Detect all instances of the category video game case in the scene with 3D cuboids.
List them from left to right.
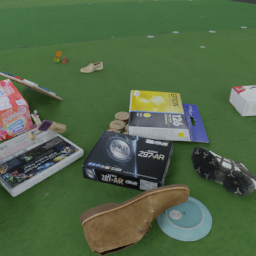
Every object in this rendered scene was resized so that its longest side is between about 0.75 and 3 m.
[{"bbox_3d":[-3.340,0.952,9.670,2.460,0.316,2.706,27,41,35],"label":"video game case"}]

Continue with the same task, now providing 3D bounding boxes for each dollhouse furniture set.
[{"bbox_3d":[-3.118,-0.089,10.536,0.903,1.008,1.272,50,17,29],"label":"dollhouse furniture set"}]

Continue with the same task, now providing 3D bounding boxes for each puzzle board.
[{"bbox_3d":[-4.530,-1.978,12.978,2.588,0.225,1.950,21,-2,28],"label":"puzzle board"}]

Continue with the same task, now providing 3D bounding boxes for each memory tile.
[{"bbox_3d":[0.512,0.065,11.052,2.621,0.220,2.009,10,35,15],"label":"memory tile"}]

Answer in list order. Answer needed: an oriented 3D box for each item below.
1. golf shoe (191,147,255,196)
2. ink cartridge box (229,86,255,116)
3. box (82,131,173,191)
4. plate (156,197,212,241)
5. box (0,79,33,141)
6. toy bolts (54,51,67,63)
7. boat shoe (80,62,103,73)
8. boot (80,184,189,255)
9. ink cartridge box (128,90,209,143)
[{"bbox_3d":[2.998,1.325,8.825,1.075,0.884,2.274,0,27,-39],"label":"golf shoe"},{"bbox_3d":[5.790,-1.261,12.466,1.970,0.817,1.446,-4,33,-5],"label":"ink cartridge box"},{"bbox_3d":[0.063,1.050,9.287,2.561,0.557,2.051,10,35,15],"label":"box"},{"bbox_3d":[1.525,2.369,7.661,1.536,0.196,1.536,0,34,0],"label":"plate"},{"bbox_3d":[-5.023,-0.810,11.379,1.396,1.288,2.721,-21,39,-28],"label":"box"},{"bbox_3d":[-4.148,-4.401,17.346,0.770,0.736,0.534,12,25,-15],"label":"toy bolts"},{"bbox_3d":[-2.102,-3.532,16.175,1.388,0.451,0.501,-17,38,-23],"label":"boat shoe"},{"bbox_3d":[0.353,2.321,7.177,2.964,1.091,1.118,-17,53,-11],"label":"boot"},{"bbox_3d":[1.538,-0.563,11.279,2.991,0.703,2.956,1,33,2],"label":"ink cartridge box"}]
